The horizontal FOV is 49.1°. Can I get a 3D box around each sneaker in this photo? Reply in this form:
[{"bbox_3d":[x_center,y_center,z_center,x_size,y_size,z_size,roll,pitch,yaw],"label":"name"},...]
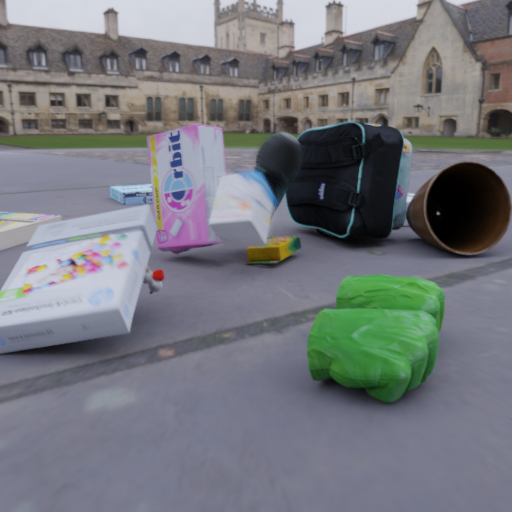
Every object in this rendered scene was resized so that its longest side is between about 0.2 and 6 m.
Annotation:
[{"bbox_3d":[0.224,-1.128,9.939,0.813,2.157,0.855,18,35,-8],"label":"sneaker"}]

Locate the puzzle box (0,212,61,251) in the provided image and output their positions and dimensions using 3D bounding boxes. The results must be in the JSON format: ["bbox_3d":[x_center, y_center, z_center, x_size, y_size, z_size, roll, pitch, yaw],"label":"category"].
[{"bbox_3d":[-5.723,-0.444,11.312,2.070,0.395,3.111,5,14,16],"label":"puzzle box"}]

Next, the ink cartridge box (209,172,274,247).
[{"bbox_3d":[-0.217,-0.725,8.959,0.715,0.702,0.971,-4,56,23],"label":"ink cartridge box"}]

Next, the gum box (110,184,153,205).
[{"bbox_3d":[-3.568,-1.905,17.275,1.460,0.383,1.718,-8,16,-28],"label":"gum box"}]

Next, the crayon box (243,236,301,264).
[{"bbox_3d":[0.287,-0.111,9.950,0.671,0.268,1.057,-2,14,28],"label":"crayon box"}]

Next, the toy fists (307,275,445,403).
[{"bbox_3d":[1.340,0.763,5.778,1.128,0.761,2.212,-2,13,22],"label":"toy fists"}]

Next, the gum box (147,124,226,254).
[{"bbox_3d":[-1.164,-1.111,9.813,1.205,2.124,0.702,-4,1,36],"label":"gum box"}]

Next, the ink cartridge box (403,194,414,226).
[{"bbox_3d":[3.767,-1.154,13.746,1.269,0.606,1.446,-2,14,-10],"label":"ink cartridge box"}]

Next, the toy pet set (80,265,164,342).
[{"bbox_3d":[-1.793,0.614,6.906,1.247,0.662,1.164,-39,43,-26],"label":"toy pet set"}]

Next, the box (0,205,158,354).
[{"bbox_3d":[-2.101,0.201,6.609,1.583,0.418,2.031,-10,36,8],"label":"box"}]

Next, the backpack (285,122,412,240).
[{"bbox_3d":[1.863,-1.576,11.875,2.079,2.385,2.713,-1,8,-35],"label":"backpack"}]

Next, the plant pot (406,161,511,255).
[{"bbox_3d":[3.688,-0.853,10.962,1.694,1.694,1.813,-2,0,-9],"label":"plant pot"}]
